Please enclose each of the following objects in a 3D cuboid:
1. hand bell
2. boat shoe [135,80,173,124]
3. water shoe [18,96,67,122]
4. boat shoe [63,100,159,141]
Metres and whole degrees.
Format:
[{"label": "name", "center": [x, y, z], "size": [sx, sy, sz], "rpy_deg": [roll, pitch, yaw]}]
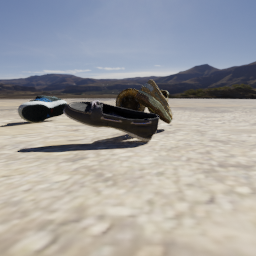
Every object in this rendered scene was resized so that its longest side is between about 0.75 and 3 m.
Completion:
[{"label": "hand bell", "center": [-0.007, -0.899, 12.947], "size": [1.304, 1.304, 2.504], "rpy_deg": [-1, -5, -6]}, {"label": "boat shoe", "center": [0.943, -0.736, 8.046], "size": [0.701, 0.745, 1.956], "rpy_deg": [28, -5, 30]}, {"label": "water shoe", "center": [-3.391, -0.781, 10.772], "size": [0.909, 0.823, 2.303], "rpy_deg": [30, 20, 24]}, {"label": "boat shoe", "center": [-0.331, -0.318, 6.355], "size": [2.166, 0.617, 0.724], "rpy_deg": [16, 30, -11]}]
